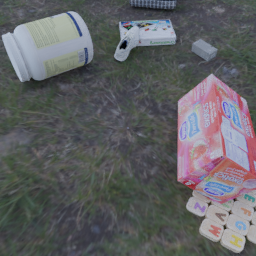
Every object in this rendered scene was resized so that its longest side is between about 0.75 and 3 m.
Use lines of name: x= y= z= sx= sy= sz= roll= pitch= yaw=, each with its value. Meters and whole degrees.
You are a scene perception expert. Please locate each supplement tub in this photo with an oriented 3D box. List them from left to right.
supplement tub: x=-2.857 y=-2.906 z=10.150 sx=2.721 sy=1.973 sz=1.973 roll=-25 pitch=53 yaw=-20

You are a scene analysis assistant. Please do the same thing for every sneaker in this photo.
sneaker: x=0.040 y=-3.450 z=11.191 sx=0.626 sy=0.732 sz=1.681 roll=26 pitch=71 yaw=2

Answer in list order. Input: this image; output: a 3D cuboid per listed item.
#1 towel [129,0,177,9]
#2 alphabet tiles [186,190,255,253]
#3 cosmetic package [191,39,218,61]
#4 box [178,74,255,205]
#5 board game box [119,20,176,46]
towel: x=1.434 y=-7.240 z=14.446 sx=2.434 sy=1.258 sz=2.940 roll=7 pitch=51 yaw=8
alphabet tiles: x=2.640 y=1.994 z=7.108 sx=2.044 sy=0.153 sz=2.090 roll=24 pitch=53 yaw=19
cosmetic package: x=3.106 y=-3.181 z=11.432 sx=0.508 sy=0.429 sz=0.951 roll=-33 pitch=59 yaw=-21
box: x=2.283 y=0.214 z=7.334 sx=1.522 sy=1.404 sz=2.967 roll=31 pitch=42 yaw=-21
board game box: x=0.821 y=-4.186 z=12.300 sx=2.325 sy=0.402 sz=1.468 roll=-4 pitch=49 yaw=-3
